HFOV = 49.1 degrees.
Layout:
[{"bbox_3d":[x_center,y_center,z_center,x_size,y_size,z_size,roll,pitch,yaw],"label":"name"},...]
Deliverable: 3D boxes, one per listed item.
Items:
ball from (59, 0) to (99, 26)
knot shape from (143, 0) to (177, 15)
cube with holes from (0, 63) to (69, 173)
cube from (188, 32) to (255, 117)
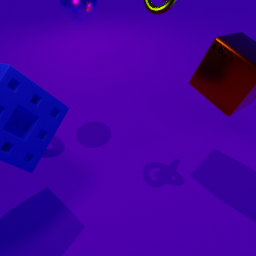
[{"bbox_3d":[-1.279,-3.189,7.284,1.022,1.022,1.022,0,41,0],"label":"ball"},{"bbox_3d":[0.641,-3.033,6.019,1.128,0.521,1.055,39,63,3],"label":"knot shape"},{"bbox_3d":[-2.261,-0.234,5.095,1.376,1.376,1.376,18,75,40],"label":"cube with holes"},{"bbox_3d":[2.364,-1.212,6.191,1.229,1.229,1.229,-24,61,-41],"label":"cube"}]
